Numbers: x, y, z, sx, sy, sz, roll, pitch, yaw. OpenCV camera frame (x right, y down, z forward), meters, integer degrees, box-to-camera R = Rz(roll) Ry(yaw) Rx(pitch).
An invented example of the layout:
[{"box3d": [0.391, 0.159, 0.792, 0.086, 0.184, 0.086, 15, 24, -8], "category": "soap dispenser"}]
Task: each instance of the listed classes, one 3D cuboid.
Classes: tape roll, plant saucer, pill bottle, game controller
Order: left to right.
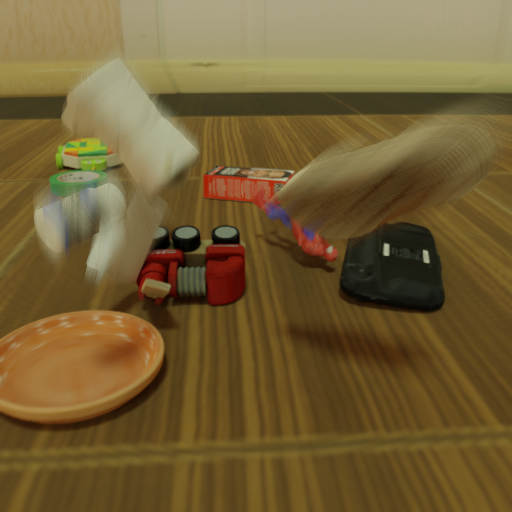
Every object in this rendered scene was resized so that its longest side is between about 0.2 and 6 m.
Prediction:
[{"box3d": [-1.819, 1.113, 5.663, 1.774, 0.332, 1.774, 1, 24, 0], "category": "plant saucer"}, {"box3d": [-3.732, -1.536, 11.826, 1.170, 0.281, 1.170, 1, 23, 0], "category": "tape roll"}, {"box3d": [-1.433, -0.335, 4.623, 0.381, 0.381, 0.670, 19, 39, 37], "category": "pill bottle"}, {"box3d": [1.966, 0.045, 8.073, 1.352, 0.546, 2.591, 18, 26, 6], "category": "game controller"}]

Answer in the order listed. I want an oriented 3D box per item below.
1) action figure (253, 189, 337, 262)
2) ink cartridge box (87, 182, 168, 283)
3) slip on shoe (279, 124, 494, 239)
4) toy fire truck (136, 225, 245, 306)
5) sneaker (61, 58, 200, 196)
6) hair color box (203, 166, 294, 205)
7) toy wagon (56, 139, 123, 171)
[{"box3d": [0.637, -0.459, 8.395, 0.568, 0.449, 1.736, 10, 30, -46], "category": "action figure"}, {"box3d": [-1.522, -0.274, 6.715, 0.313, 1.098, 0.892, 15, -8, 15], "category": "ink cartridge box"}, {"box3d": [1.033, -0.649, 4.683, 1.878, 0.714, 0.569, -18, 18, 45], "category": "slip on shoe"}, {"box3d": [-0.858, 0.250, 6.991, 1.443, 1.055, 1.639, 0, 35, -1], "category": "toy fire truck"}, {"box3d": [-1.792, -1.641, 8.108, 1.156, 1.813, 3.138, -41, 17, -4], "category": "sneaker"}, {"box3d": [-0.136, -1.438, 11.295, 1.693, 0.518, 0.859, 7, 23, 14], "category": "hair color box"}, {"box3d": [-3.906, -2.416, 13.622, 1.805, 0.460, 2.326, -6, 24, -12], "category": "toy wagon"}]
